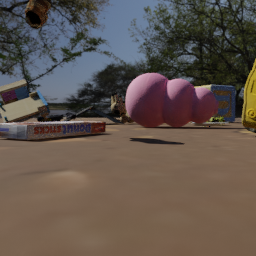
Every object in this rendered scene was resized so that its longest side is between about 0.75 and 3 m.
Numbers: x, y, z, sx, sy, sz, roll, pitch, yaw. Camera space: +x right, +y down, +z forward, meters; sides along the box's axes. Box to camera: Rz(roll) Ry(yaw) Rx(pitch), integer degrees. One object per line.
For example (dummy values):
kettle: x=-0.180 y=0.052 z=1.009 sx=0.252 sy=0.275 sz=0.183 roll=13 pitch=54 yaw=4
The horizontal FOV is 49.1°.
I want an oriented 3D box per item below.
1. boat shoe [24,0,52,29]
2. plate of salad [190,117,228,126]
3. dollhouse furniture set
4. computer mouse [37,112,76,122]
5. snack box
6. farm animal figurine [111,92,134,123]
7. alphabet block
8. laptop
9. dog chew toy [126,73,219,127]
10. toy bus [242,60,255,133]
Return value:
boat shoe: x=-1.710 y=-2.053 z=5.104 sx=0.432 sy=0.422 sz=1.143 roll=28 pitch=-12 yaw=-19
plate of salad: x=3.184 y=-0.276 z=10.981 sx=1.471 sy=0.353 sz=1.471 roll=0 pitch=3 yaw=0
dollhouse furniture set: x=-4.183 y=-0.327 z=10.353 sx=2.320 sy=1.604 sz=2.458 roll=-24 pitch=44 yaw=-22
computer mouse: x=-2.820 y=-0.323 z=11.263 sx=1.506 sy=0.347 sz=1.058 roll=-13 pitch=14 yaw=-32
snack box: x=-1.315 y=0.015 z=5.275 sx=0.771 sy=0.261 sz=2.144 roll=1 pitch=3 yaw=29
farm animal figurine: x=0.360 y=-0.829 z=13.496 sx=2.775 sy=1.447 sz=2.744 roll=-7 pitch=-8 yaw=-17
alphabet block: x=4.614 y=-1.329 z=15.891 sx=2.011 sy=2.022 sz=2.059 roll=0 pitch=2 yaw=-30
laptop: x=-1.682 y=-0.237 z=12.864 sx=2.378 sy=1.378 sz=2.226 roll=-29 pitch=8 yaw=-10
dog chew toy: x=1.433 y=-0.817 z=9.117 sx=2.899 sy=1.805 sz=1.805 roll=9 pitch=5 yaw=17
toy bus: x=3.486 y=-0.489 z=4.741 sx=2.463 sy=1.672 sz=2.365 roll=-5 pitch=21 yaw=-42
